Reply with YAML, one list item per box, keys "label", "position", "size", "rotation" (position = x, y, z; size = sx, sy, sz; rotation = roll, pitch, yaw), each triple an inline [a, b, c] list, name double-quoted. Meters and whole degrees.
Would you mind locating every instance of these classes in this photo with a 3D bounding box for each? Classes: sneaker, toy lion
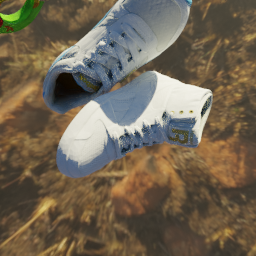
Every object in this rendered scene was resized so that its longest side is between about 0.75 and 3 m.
- label: "sneaker"
  position: [0.252, -0.013, 3.744]
  size: [1.322, 0.843, 2.288]
  rotation: [23, 51, 34]
- label: "toy lion"
  position: [-2.820, -2.396, 5.403]
  size: [2.193, 2.287, 0.785]
  rotation: [-48, 69, 30]
- label: "sneaker"
  position: [-0.244, -1.071, 4.221]
  size: [1.045, 2.732, 1.104]
  rotation: [41, 41, -26]
